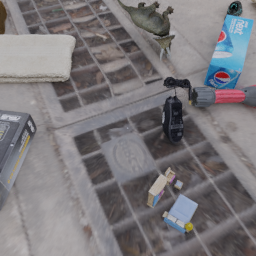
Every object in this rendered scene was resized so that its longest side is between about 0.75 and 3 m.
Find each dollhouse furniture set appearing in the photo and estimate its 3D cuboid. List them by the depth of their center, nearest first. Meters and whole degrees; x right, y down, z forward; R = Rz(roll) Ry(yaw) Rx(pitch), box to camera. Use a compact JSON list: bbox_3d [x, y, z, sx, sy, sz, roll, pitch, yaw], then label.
[{"bbox_3d":[1.109,1.498,6.058,1.100,0.718,1.038,30,60,19],"label":"dollhouse furniture set"}]

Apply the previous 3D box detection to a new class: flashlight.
[{"bbox_3d":[2.914,-0.858,7.753,2.193,0.742,0.745,-2,59,-4],"label":"flashlight"}]

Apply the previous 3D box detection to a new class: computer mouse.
[{"bbox_3d":[1.265,-0.490,7.332,0.390,1.694,1.189,3,11,44],"label":"computer mouse"}]

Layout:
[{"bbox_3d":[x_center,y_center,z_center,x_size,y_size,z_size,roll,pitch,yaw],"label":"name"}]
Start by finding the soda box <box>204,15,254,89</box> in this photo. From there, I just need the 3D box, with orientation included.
[{"bbox_3d":[3.198,-2.415,8.811,0.910,0.861,2.684,18,55,13],"label":"soda box"}]

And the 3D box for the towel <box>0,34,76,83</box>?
[{"bbox_3d":[-3.206,-2.206,8.905,2.920,0.503,1.935,0,56,-1],"label":"towel"}]

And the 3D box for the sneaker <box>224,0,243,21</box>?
[{"bbox_3d":[4.030,-4.462,10.491,0.539,0.567,1.430,19,55,15],"label":"sneaker"}]

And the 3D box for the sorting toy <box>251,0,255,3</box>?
[{"bbox_3d":[6.359,-4.228,10.410,2.628,0.518,2.839,-9,50,-6],"label":"sorting toy"}]

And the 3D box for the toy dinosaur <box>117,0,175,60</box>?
[{"bbox_3d":[0.712,-3.438,8.844,2.527,0.972,1.292,38,47,-14],"label":"toy dinosaur"}]

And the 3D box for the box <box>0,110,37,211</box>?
[{"bbox_3d":[-4.062,0.554,6.732,2.975,0.719,2.356,7,54,5],"label":"box"}]

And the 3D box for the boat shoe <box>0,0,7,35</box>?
[{"bbox_3d":[-4.831,-3.800,9.947,0.689,0.761,2.135,-12,46,-1],"label":"boat shoe"}]
